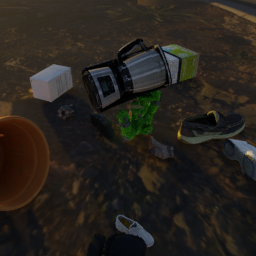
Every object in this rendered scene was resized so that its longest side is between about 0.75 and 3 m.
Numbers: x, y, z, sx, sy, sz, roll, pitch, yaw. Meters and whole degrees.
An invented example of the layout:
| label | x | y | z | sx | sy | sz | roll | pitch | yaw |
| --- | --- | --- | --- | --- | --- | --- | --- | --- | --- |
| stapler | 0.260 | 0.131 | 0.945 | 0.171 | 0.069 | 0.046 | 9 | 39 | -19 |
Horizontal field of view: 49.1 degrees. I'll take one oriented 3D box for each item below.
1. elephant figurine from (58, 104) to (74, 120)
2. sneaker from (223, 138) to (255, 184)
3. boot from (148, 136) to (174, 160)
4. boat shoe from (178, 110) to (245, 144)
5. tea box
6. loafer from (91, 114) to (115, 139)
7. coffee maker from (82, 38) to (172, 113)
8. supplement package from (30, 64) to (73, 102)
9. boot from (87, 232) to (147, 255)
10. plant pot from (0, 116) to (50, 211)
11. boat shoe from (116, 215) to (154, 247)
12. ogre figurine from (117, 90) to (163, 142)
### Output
| label | x | y | z | sx | sy | sz | roll | pitch | yaw |
| --- | --- | --- | --- | --- | --- | --- | --- | --- | --- |
| elephant figurine | -2.488 | -0.742 | 11.562 | 0.650 | 0.593 | 0.838 | 33 | 22 | -1 |
| sneaker | 3.939 | 0.963 | 8.888 | 0.917 | 0.784 | 2.104 | -5 | 35 | -15 |
| boot | 1.142 | 0.672 | 9.666 | 0.819 | 0.394 | 1.120 | 6 | 36 | -3 |
| boat shoe | 3.191 | -0.162 | 10.310 | 2.884 | 0.935 | 1.056 | -16 | 38 | -22 |
| tea box | 2.320 | -3.368 | 14.610 | 1.909 | 1.297 | 1.941 | -20 | 39 | -27 |
| loafer | -0.843 | -0.138 | 10.624 | 0.588 | 0.592 | 1.627 | -15 | 38 | -27 |
| coffee maker | -0.125 | -1.556 | 9.611 | 2.605 | 2.502 | 1.754 | -21 | 76 | -10 |
| supplement package | -3.522 | -2.117 | 13.043 | 1.045 | 1.032 | 1.724 | 15 | 38 | 21 |
| boot | 0.179 | 3.139 | 5.516 | 2.490 | 0.951 | 2.092 | 1 | 38 | 13 |
| plant pot | -3.672 | 0.904 | 7.740 | 1.720 | 2.457 | 2.457 | 0 | 31 | 29 |
| boat shoe | 0.155 | 2.513 | 6.935 | 1.105 | 0.386 | 0.392 | 26 | 43 | 31 |
| ogre figurine | 0.426 | -0.425 | 10.259 | 1.161 | 1.419 | 2.367 | 15 | 38 | 11 |
